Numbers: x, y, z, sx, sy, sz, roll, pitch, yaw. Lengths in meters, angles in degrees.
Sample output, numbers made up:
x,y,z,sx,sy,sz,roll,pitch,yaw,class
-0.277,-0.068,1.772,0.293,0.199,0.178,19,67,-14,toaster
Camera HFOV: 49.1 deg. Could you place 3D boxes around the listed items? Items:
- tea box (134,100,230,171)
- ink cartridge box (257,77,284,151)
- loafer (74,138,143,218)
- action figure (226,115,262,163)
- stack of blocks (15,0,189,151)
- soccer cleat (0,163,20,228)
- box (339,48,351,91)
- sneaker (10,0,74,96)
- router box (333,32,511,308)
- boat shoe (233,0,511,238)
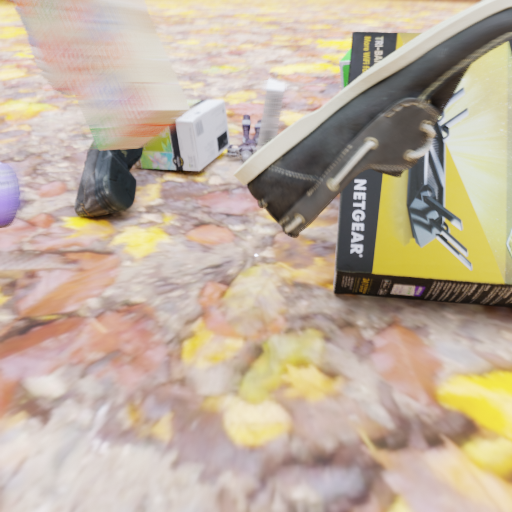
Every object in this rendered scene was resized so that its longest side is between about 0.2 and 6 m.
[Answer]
x,y,z,sx,sy,sz,roll,pitch,yaw,class
-1.762,-2.809,12.929,1.724,1.171,1.753,4,30,21,tea box
0.230,-2.156,8.437,0.333,0.948,1.166,11,28,3,ink cartridge box
-2.984,-1.984,11.148,1.062,1.069,2.938,-18,45,19,loafer
-0.125,-2.702,13.466,1.091,0.582,1.677,8,46,3,action figure
-1.650,-2.156,5.882,1.162,2.018,0.591,-25,-2,36,stack of blocks
-3.264,-1.027,6.289,0.682,0.636,1.864,4,44,-55,soccer cleat
2.719,-2.967,11.596,1.469,2.681,3.038,0,28,17,box
-2.902,-3.343,8.159,0.870,2.008,0.753,-15,37,-1,sneaker
2.933,-1.382,8.455,3.275,1.088,4.165,4,69,7,router box
1.348,-1.405,5.793,3.326,1.124,1.194,-34,7,23,boat shoe
